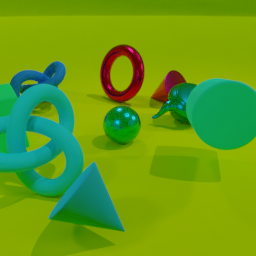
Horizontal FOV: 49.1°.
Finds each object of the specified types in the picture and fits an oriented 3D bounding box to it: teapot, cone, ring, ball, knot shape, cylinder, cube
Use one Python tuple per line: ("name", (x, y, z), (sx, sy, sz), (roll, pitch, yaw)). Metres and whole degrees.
("teapot", (1.657, -0.639, 8.130), (2.032, 0.995, 1.263), (-11, 58, -21))
("cone", (1.263, -1.244, 9.948), (1.274, 1.269, 1.269), (-14, 8, 46))
("ring", (-0.240, -1.893, 9.752), (1.988, 1.988, 0.398), (21, 17, 39))
("ball", (-0.149, -0.084, 6.914), (0.942, 0.942, 0.942), (0, 24, 0))
("knot shape", (-1.794, 0.233, 4.924), (1.855, 1.982, 0.916), (-3, -14, -20))
("cylinder", (1.882, -0.336, 5.675), (1.287, 1.287, 1.287), (3, 12, 6))
("cube", (-3.203, -0.174, 6.557), (1.293, 1.293, 1.293), (-17, 28, -23))
("cone", (-0.410, 1.152, 3.909), (0.963, 0.960, 0.960), (41, 26, -6))
("knot shape", (-2.992, -1.297, 9.038), (2.033, 0.940, 1.903), (-36, -1, 41))
